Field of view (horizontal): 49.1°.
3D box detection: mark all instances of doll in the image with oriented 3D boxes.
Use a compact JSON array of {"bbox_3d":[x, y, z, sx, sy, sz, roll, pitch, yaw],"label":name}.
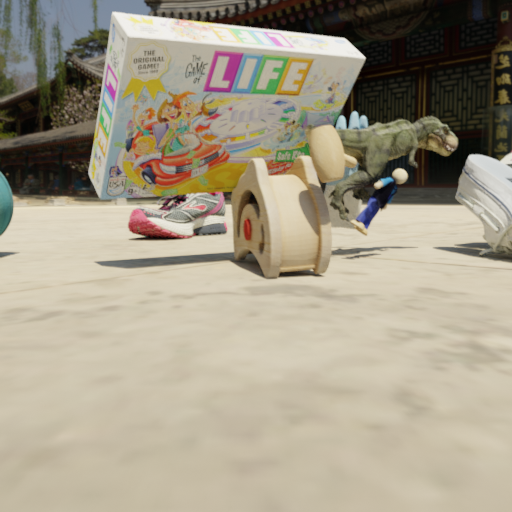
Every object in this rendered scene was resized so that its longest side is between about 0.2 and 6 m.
[{"bbox_3d":[1.850,-0.832,8.331,0.268,1.105,0.754,36,0,30],"label":"doll"}]

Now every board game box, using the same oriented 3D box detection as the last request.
[{"bbox_3d":[-0.378,-1.832,7.334,3.273,2.201,0.560,-8,49,-32],"label":"board game box"}]

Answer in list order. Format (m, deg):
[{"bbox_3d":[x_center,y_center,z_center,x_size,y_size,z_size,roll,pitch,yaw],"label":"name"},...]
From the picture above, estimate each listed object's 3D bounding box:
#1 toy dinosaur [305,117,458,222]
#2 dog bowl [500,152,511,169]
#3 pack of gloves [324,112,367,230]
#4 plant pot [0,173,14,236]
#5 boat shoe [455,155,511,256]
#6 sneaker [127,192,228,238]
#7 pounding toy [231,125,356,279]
[{"bbox_3d":[1.680,-1.402,8.489,3.398,1.498,0.806,-12,43,-39],"label":"toy dinosaur"},{"bbox_3d":[5.060,-1.088,9.716,2.146,0.791,2.146,35,-16,11],"label":"dog bowl"},{"bbox_3d":[0.988,-1.317,9.261,1.856,2.209,0.436,3,35,-3],"label":"pack of gloves"},{"bbox_3d":[-4.530,-0.592,8.020,1.616,1.616,1.518,-1,22,-7],"label":"plant pot"},{"bbox_3d":[3.877,-0.432,8.551,1.032,1.191,2.793,1,35,-21],"label":"boat shoe"},{"bbox_3d":[-1.790,-1.001,12.838,1.232,1.141,3.057,3,8,28],"label":"sneaker"},{"bbox_3d":[0.635,-0.458,7.165,1.511,1.506,2.634,-5,-10,-14],"label":"pounding toy"}]
